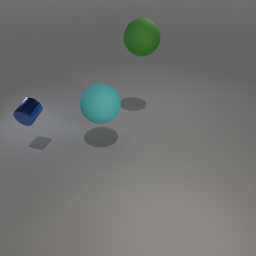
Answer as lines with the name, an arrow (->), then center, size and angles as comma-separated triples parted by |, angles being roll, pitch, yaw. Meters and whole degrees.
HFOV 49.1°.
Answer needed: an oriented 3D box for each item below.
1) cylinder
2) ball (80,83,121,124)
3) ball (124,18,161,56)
cylinder -> -3.319, -0.544, 9.328 | 0.700, 0.700, 0.700 | 10, 50, 16
ball -> -0.945, -0.837, 9.622 | 1.400, 1.400, 1.400 | 0, 30, 0
ball -> 0.537, -3.452, 10.686 | 1.400, 1.400, 1.400 | 0, 30, 0
